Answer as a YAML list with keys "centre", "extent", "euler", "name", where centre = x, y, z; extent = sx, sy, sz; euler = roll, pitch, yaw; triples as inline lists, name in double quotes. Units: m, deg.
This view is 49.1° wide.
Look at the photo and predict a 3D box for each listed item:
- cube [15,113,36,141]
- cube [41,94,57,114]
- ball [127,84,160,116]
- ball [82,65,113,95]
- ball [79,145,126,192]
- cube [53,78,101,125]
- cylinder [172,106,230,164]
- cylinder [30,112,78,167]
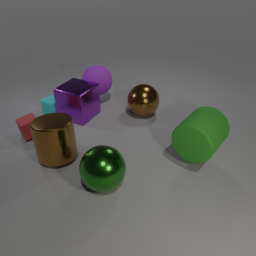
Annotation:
- centre: [-3.834, -0.054, 10.856]
  extent: [0.700, 0.700, 0.700]
  euler: [-26, 38, -22]
  name: "cube"
- centre: [-3.329, -0.969, 12.413]
  extent: [0.700, 0.700, 0.700]
  euler: [22, 39, 30]
  name: "cube"
- centre: [0.665, -1.205, 12.126]
  extent: [1.400, 1.400, 1.400]
  euler: [0, 33, 0]
  name: "ball"
- centre: [-1.414, -2.193, 12.898]
  extent: [1.400, 1.400, 1.400]
  euler: [0, 33, 0]
  name: "ball"
- centre: [-0.759, 1.211, 8.414]
  extent: [1.400, 1.400, 1.400]
  euler: [0, 33, 0]
  name: "ball"
- centre: [-2.153, -1.173, 12.083]
  extent: [1.400, 1.400, 1.400]
  euler: [16, 37, 23]
  name: "cube"
- centre: [2.349, 0.201, 9.042]
  extent: [1.400, 1.400, 1.400]
  euler: [23, 41, 31]
  name: "cylinder"
- centre: [-2.505, 0.372, 9.590]
  extent: [1.400, 1.400, 1.400]
  euler: [-2, 28, 1]
  name: "cylinder"
